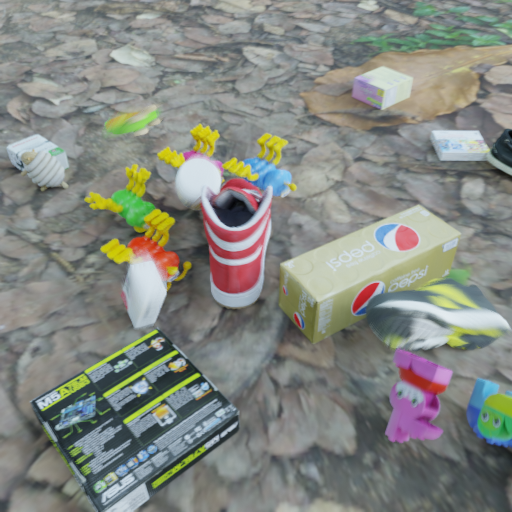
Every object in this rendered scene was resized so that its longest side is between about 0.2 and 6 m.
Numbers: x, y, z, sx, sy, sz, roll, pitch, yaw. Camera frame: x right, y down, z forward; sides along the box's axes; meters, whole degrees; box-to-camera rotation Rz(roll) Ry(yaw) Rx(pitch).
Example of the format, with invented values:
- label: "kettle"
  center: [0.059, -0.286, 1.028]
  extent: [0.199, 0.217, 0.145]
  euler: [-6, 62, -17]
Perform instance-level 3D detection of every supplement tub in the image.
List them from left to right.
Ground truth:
- label: "supplement tub"
  center: [-1.063, -1.313, 10.275]
  extent: [0.803, 1.112, 0.803]
  euler: [1, 84, -5]

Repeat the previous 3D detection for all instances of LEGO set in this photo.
- label: "LEGO set"
  center: [3.166, 2.529, 6.534]
  extent: [1.429, 1.537, 3.746]
  euler: [19, 0, -30]

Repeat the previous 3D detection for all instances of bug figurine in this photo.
- label: "bug figurine"
  center: [-1.280, -1.067, 10.682]
  extent: [3.938, 1.013, 3.054]
  euler: [-37, 47, -19]

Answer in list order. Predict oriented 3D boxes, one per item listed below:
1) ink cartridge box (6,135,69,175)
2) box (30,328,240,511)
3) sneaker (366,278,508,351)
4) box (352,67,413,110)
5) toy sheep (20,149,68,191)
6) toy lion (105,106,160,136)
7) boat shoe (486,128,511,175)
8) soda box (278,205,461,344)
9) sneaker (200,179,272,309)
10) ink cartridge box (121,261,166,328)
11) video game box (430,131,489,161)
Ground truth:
- label: "ink cartridge box"
  center: [-5.020, -2.264, 12.871]
  extent: [1.161, 0.482, 0.851]
  euler: [31, 50, 31]
- label: "box"
  center: [-1.648, 2.186, 7.669]
  extent: [2.116, 0.503, 2.044]
  euler: [-30, 47, -30]
- label: "sneaker"
  center: [2.664, 0.844, 8.632]
  extent: [2.444, 0.910, 1.034]
  euler: [11, 42, -24]
- label: "box"
  center: [3.517, -4.690, 15.628]
  extent: [1.238, 0.599, 1.089]
  euler: [-29, 48, -31]
- label: "toy sheep"
  center: [-4.543, -1.827, 12.062]
  extent: [0.789, 1.144, 0.789]
  euler: [-32, 37, 28]
- label: "toy lion"
  center: [-2.729, -2.840, 11.951]
  extent: [1.152, 0.412, 1.201]
  euler: [-7, 26, 15]
- label: "boat shoe"
  center: [6.402, -1.964, 12.106]
  extent: [1.006, 0.892, 2.691]
  euler: [-28, 53, -33]
- label: "soda box"
  center: [1.925, 0.236, 9.549]
  extent: [3.124, 1.000, 1.058]
  euler: [-22, 45, -24]
- label: "sneaker"
  center: [-0.313, -0.906, 10.150]
  extent: [1.227, 1.937, 3.445]
  euler: [-1, 40, -1]
- label: "ink cartridge box"
  center: [-1.797, 0.611, 8.877]
  extent: [0.388, 0.906, 0.668]
  euler: [-13, 60, -30]
- label: "video game box"
  center: [4.906, -2.662, 13.506]
  extent: [1.159, 0.271, 1.056]
  euler: [1, 39, 0]
